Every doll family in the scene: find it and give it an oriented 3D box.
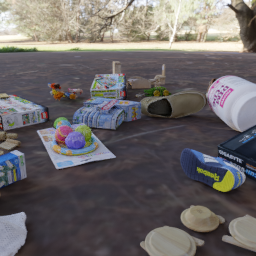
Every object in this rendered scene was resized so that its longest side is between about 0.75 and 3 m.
[{"bbox_3d":[-2.766,-1.492,12.316,1.617,0.729,1.004,8,3,-36],"label":"doll family"}]

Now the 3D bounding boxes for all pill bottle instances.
[{"bbox_3d":[3.460,-0.721,8.584,1.431,1.431,2.524,0,19,-1],"label":"pill bottle"}]

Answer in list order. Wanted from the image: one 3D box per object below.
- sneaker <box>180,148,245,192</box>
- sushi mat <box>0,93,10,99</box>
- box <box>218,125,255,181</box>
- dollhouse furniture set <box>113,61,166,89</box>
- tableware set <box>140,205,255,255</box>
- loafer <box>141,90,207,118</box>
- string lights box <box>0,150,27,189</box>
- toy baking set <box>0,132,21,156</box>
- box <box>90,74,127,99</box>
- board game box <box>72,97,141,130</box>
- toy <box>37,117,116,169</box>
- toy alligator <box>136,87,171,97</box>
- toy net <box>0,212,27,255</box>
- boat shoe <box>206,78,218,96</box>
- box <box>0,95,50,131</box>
[{"bbox_3d":[1.624,0.810,5.534,0.601,0.540,1.462,-2,18,-32],"label":"sneaker"},{"bbox_3d":[-4.792,-1.228,10.706,0.390,0.049,0.815,-12,20,-31],"label":"sushi mat"},{"bbox_3d":[3.321,0.433,5.932,2.190,0.504,1.741,-23,27,-22],"label":"box"},{"bbox_3d":[0.712,-2.945,15.367,2.941,1.302,1.524,-3,19,-9],"label":"dollhouse furniture set"},{"bbox_3d":[1.161,1.549,3.810,1.465,0.204,1.754,14,23,38],"label":"tableware set"},{"bbox_3d":[1.581,-0.729,9.611,2.360,0.897,0.796,-9,19,3],"label":"loafer"},{"bbox_3d":[-2.486,0.857,5.294,0.309,0.539,1.048,16,25,35],"label":"string lights box"},{"bbox_3d":[-3.816,0.423,7.055,2.029,0.236,1.557,1,19,3],"label":"toy baking set"},{"bbox_3d":[-0.861,-2.019,13.403,1.601,0.505,2.908,-3,23,-1],"label":"box"},{"bbox_3d":[-0.589,-0.532,9.330,1.908,0.589,1.910,4,19,13],"label":"board game box"},{"bbox_3d":[-1.447,0.187,7.241,1.407,0.577,2.443,-10,21,-25],"label":"toy"},{"bbox_3d":[1.212,-1.698,13.032,1.767,0.424,0.586,-6,19,-18],"label":"toy alligator"},{"bbox_3d":[-2.714,1.171,4.348,2.904,0.561,1.523,16,25,39],"label":"toy net"},{"bbox_3d":[3.850,-1.404,11.216,1.083,1.026,2.859,-2,19,-7],"label":"boat shoe"},{"bbox_3d":[-4.100,-0.627,9.759,1.539,0.486,2.797,-16,24,-39],"label":"box"}]
